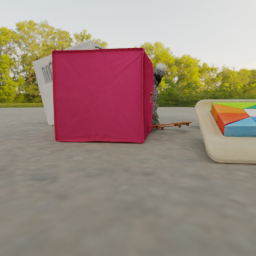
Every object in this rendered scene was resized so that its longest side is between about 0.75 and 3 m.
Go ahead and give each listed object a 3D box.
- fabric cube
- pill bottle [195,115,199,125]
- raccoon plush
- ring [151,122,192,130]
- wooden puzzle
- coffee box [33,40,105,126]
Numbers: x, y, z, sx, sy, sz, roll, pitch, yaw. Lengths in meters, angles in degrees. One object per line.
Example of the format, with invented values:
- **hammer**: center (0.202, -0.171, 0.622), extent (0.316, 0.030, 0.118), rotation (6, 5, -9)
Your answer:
- **fabric cube**: center (-0.586, -0.973, 8.571), extent (2.587, 2.538, 2.579), rotation (2, 6, 8)
- **pill bottle**: center (3.453, -0.616, 11.751), extent (1.030, 1.030, 1.831), rotation (2, 13, 23)
- **raccoon plush**: center (0.979, -1.310, 11.415), extent (1.362, 2.816, 1.887), rotation (18, 13, -35)
- **ring**: center (1.495, -0.059, 10.245), extent (1.656, 0.159, 1.656), rotation (-5, -3, 0)
- **wooden puzzle**: center (2.930, -0.143, 6.083), extent (2.693, 0.542, 2.911), rotation (1, 23, 8)
- **coffee box**: center (-2.127, -1.968, 13.251), extent (2.955, 2.959, 2.926), rotation (-15, 0, 17)
